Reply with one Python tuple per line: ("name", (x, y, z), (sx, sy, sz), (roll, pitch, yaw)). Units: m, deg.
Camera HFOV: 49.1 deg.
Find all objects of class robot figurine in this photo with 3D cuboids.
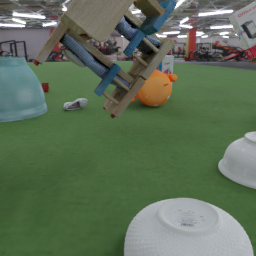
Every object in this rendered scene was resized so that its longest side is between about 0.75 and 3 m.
("robot figurine", (0.944, -1.679, 11.569), (1.806, 1.464, 2.511), (11, 13, -9))

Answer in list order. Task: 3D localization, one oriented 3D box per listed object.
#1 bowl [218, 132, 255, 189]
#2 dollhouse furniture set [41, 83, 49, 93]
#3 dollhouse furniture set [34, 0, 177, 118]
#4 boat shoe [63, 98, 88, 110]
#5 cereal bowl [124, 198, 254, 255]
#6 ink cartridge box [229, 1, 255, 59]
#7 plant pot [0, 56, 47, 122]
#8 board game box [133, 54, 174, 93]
("bowl", (2.585, 0.517, 5.319), (1.607, 0.722, 1.607), (1, 16, 0))
("dollhouse furniture set", (-4.776, -2.137, 14.859), (1.120, 0.456, 0.603), (-4, 17, -15))
("dollhouse furniture set", (-0.243, -1.119, 4.162), (1.705, 1.695, 2.419), (35, 5, -22))
("boat shoe", (-1.980, -0.882, 10.774), (1.020, 0.376, 0.327), (-16, 28, -33))
("cereal bowl", (0.669, 1.212, 3.159), (1.429, 0.595, 1.429), (1, 16, 0))
("ink cartridge box", (3.866, -2.978, 8.373), (1.081, 1.465, 0.627), (-29, 7, 13))
("plant pot", (-4.521, -1.524, 10.016), (2.995, 2.007, 2.995), (-1, 16, 0))
("board game box", (1.294, -2.982, 15.152), (0.835, 1.916, 2.597), (-9, 18, -33))
